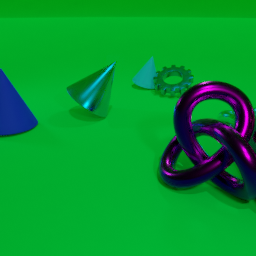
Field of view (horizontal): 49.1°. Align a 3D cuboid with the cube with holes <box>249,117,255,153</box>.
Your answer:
[{"bbox_3d":[2.813,0.461,4.335,1.383,1.383,1.383,1,39,3],"label":"cube with holes"}]

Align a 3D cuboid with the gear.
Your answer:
[{"bbox_3d":[1.649,-1.754,10.222,1.421,0.263,1.421,-6,49,7],"label":"gear"}]

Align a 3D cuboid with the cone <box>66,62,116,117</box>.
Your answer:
[{"bbox_3d":[-0.771,-1.317,8.057,1.434,1.439,1.434,35,15,-11],"label":"cone"}]

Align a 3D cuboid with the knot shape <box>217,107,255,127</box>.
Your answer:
[{"bbox_3d":[3.114,-0.016,6.357,1.713,0.846,1.830,-11,24,-16],"label":"knot shape"}]

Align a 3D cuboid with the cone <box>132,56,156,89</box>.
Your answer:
[{"bbox_3d":[0.826,-2.276,10.992,1.105,1.109,1.105,10,31,-6],"label":"cone"}]

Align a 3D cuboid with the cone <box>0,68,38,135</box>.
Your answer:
[{"bbox_3d":[-3.228,-0.795,7.346,1.523,1.528,1.523,1,21,0],"label":"cone"}]

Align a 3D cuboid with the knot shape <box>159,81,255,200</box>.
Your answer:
[{"bbox_3d":[1.407,0.160,4.776,0.944,1.911,2.042,-1,9,-45],"label":"knot shape"}]
